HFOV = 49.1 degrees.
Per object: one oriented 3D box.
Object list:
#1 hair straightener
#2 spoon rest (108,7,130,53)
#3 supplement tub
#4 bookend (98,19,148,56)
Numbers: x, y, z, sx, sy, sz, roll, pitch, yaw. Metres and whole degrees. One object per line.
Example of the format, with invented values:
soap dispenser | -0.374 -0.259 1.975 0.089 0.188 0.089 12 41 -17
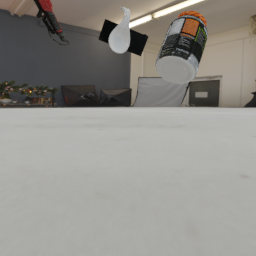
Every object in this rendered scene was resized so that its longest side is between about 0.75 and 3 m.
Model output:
hair straightener | -1.890 -2.674 6.628 0.323 1.581 0.608 -45 33 -24
spoon rest | -0.172 -2.598 7.409 0.611 1.230 0.373 10 1 -27
supplement tub | 2.059 -3.038 10.405 1.543 2.518 1.543 18 -27 9
bookend | -0.157 -3.588 11.050 1.705 0.790 1.716 20 19 -6
